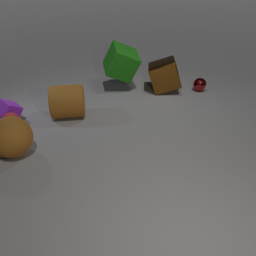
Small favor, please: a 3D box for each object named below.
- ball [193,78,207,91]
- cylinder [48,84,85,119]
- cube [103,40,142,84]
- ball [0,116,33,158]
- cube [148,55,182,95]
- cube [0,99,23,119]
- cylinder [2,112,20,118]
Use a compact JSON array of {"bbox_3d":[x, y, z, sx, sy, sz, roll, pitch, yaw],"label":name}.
[{"bbox_3d":[3.797,-2.297,14.809,0.700,0.700,0.700,0,29,0],"label":"ball"},{"bbox_3d":[-2.585,-1.132,11.971,1.400,1.400,1.400,-5,30,-6],"label":"cylinder"},{"bbox_3d":[-0.335,-3.369,14.315,1.400,1.400,1.400,15,36,-24],"label":"cube"},{"bbox_3d":[-3.916,0.309,9.406,1.400,1.400,1.400,0,29,0],"label":"ball"},{"bbox_3d":[1.894,-2.746,14.536,1.400,1.400,1.400,-14,27,12],"label":"cube"},{"bbox_3d":[-4.913,-0.708,11.574,0.700,0.700,0.700,31,10,30],"label":"cube"},{"bbox_3d":[-4.527,-0.147,10.919,0.700,0.700,0.700,-14,36,-23],"label":"cylinder"}]
